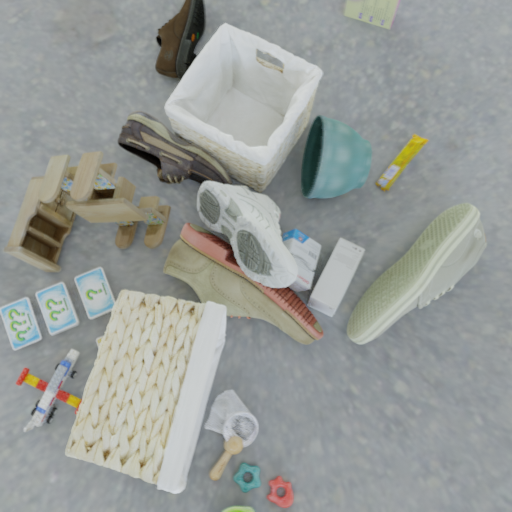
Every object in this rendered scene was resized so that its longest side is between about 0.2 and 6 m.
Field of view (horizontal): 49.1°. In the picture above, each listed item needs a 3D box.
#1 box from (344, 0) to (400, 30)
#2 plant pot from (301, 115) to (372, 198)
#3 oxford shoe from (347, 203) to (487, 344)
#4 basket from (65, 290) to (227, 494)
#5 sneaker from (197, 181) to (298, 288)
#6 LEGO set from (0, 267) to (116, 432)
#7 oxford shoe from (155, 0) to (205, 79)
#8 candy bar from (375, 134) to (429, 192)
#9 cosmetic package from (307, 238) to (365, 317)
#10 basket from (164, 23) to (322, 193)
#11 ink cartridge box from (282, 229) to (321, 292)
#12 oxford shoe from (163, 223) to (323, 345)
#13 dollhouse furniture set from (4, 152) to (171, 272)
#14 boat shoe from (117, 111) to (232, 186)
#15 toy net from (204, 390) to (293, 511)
[{"bbox_3d":[2.525,-5.527,12.005,1.088,0.957,0.526,20,73,7],"label":"box"},{"bbox_3d":[1.533,-1.780,10.510,1.033,1.542,1.542,7,71,-8],"label":"plant pot"},{"bbox_3d":[2.956,0.447,9.958,3.320,1.248,0.959,-44,107,-12],"label":"oxford shoe"},{"bbox_3d":[-1.613,2.086,8.826,1.716,1.885,2.781,14,67,2],"label":"basket"},{"bbox_3d":[0.083,-0.515,9.705,1.259,0.987,2.534,-15,53,-35],"label":"sneaker"},{"bbox_3d":[-3.213,1.730,9.695,2.007,0.659,2.687,-22,79,-5],"label":"LEGO set"},{"bbox_3d":[-1.645,-4.807,11.857,0.966,0.832,2.289,8,68,11],"label":"oxford shoe"},{"bbox_3d":[2.859,-1.840,11.043,0.343,0.152,1.374,36,85,27],"label":"candy bar"},{"bbox_3d":[1.449,0.402,10.151,0.535,0.678,1.261,27,72,8],"label":"cosmetic package"},{"bbox_3d":[-0.222,-2.690,10.619,2.171,1.762,2.191,28,73,9],"label":"basket"},{"bbox_3d":[0.720,0.089,9.996,0.661,0.382,0.912,32,61,-27],"label":"ink cartridge box"},{"bbox_3d":[-0.247,0.711,10.010,3.132,1.109,1.156,36,99,12],"label":"oxford shoe"},{"bbox_3d":[-3.052,-0.583,9.858,2.273,1.992,1.510,0,67,28],"label":"dollhouse furniture set"},{"bbox_3d":[-1.571,-1.753,10.658,2.359,0.879,0.865,33,77,-4],"label":"boat shoe"},{"bbox_3d":[-0.143,3.468,9.204,1.352,0.498,2.576,-8,71,-3],"label":"toy net"}]
